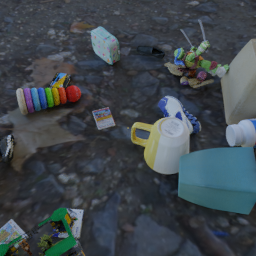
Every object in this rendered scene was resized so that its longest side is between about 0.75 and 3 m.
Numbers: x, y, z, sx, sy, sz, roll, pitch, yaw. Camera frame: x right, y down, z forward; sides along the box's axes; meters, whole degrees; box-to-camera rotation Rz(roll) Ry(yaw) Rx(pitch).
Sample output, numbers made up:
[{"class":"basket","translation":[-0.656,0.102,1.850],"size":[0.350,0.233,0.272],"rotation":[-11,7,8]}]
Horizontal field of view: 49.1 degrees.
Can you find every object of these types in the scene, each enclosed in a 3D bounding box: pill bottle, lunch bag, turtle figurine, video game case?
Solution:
[{"class":"pill bottle","translation":[4.677,0.192,10.270],"size":[1.916,1.075,1.075],"rotation":[-7,52,-5]},{"class":"lunch bag","translation":[-1.055,-3.967,13.405],"size":[0.668,1.390,1.733],"rotation":[-33,57,-23]},{"class":"turtle figurine","translation":[3.293,-3.316,12.166],"size":[2.277,1.690,2.348],"rotation":[27,66,-15]},{"class":"video game case","translation":[-3.603,3.336,8.363],"size":[0.843,0.102,0.926],"rotation":[33,58,24]},{"class":"video game case","translation":[-0.984,-0.393,11.371],"size":[0.706,0.086,0.988],"rotation":[-15,53,-11]}]

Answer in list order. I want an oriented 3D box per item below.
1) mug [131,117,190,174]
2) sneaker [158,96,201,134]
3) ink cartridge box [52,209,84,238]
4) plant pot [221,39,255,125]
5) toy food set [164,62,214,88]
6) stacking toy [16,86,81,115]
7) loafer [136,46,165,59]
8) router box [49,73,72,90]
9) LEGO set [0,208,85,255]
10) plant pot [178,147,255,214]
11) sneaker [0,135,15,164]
[{"class":"mug","translation":[1.208,0.518,9.634],"size":[2.021,1.659,1.619],"rotation":[-8,52,-5]},{"class":"sneaker","translation":[1.739,-0.350,10.875],"size":[1.158,0.810,2.005],"rotation":[-29,58,-24]},{"class":"ink cartridge box","translation":[-1.852,2.929,8.643],"size":[0.867,0.176,0.866],"rotation":[2,52,2]},{"class":"plant pot","translation":[5.510,-1.858,10.997],"size":[2.846,2.522,2.849],"rotation":[5,51,4]},{"class":"toy food set","translation":[2.824,-2.463,12.904],"size":[1.435,0.356,2.257],"rotation":[-20,47,-15]},{"class":"stacking toy","translation":[-3.204,-1.306,11.581],"size":[2.510,1.072,1.072],"rotation":[-13,52,-16]},{"class":"loafer","translation":[1.109,-3.761,13.646],"size":[1.438,0.505,0.488],"rotation":[15,77,1]},{"class":"router box","translation":[-3.041,-2.076,12.622],"size":[0.706,0.242,0.947],"rotation":[10,52,8]},{"class":"LEGO set","translation":[-2.177,3.669,7.539],"size":[2.689,1.558,2.067],"rotation":[-33,31,-25]},{"class":"plant pot","translation":[2.728,1.604,8.878],"size":[2.223,1.571,1.570],"rotation":[2,51,9]},{"class":"sneaker","translation":[-4.490,0.808,10.132],"size":[0.621,0.456,1.373],"rotation":[-11,42,-7]}]
